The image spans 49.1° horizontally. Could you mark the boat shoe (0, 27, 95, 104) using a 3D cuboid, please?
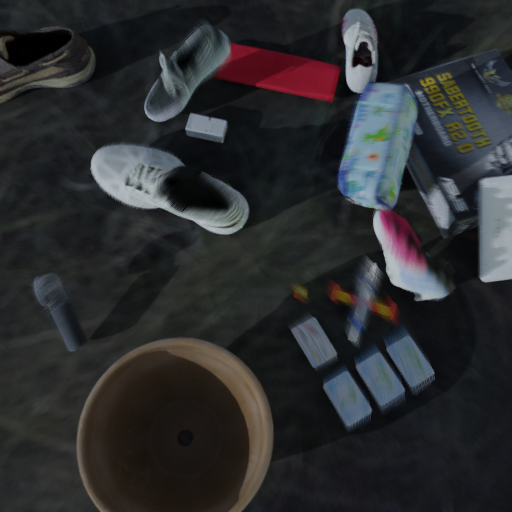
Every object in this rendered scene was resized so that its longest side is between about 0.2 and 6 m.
[{"bbox_3d":[-5.227,-4.173,11.802,3.451,1.265,1.286,-16,70,-6],"label":"boat shoe"}]

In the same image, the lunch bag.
[{"bbox_3d":[2.284,-1.949,10.304,0.885,1.725,2.146,15,94,27],"label":"lunch bag"}]

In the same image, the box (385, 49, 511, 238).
[{"bbox_3d":[4.359,-2.328,11.347,2.681,0.818,3.385,-18,71,-6],"label":"box"}]

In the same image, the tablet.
[{"bbox_3d":[4.773,-0.525,10.439,1.275,0.134,1.960,-7,104,-10],"label":"tablet"}]

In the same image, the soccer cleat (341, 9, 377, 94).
[{"bbox_3d":[2.318,-4.625,12.133,0.790,0.976,2.261,0,69,0],"label":"soccer cleat"}]

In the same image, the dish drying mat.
[{"bbox_3d":[0.485,-4.031,12.315,2.641,0.240,1.014,13,69,6],"label":"dish drying mat"}]

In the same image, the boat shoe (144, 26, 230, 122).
[{"bbox_3d":[-1.526,-3.613,11.149,2.297,0.785,0.848,-34,76,23],"label":"boat shoe"}]

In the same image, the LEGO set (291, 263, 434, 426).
[{"bbox_3d":[1.783,1.403,10.087,1.940,0.637,2.597,-26,72,-13],"label":"LEGO set"}]

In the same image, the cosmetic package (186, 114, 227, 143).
[{"bbox_3d":[-1.042,-2.685,11.772,0.802,0.297,0.408,12,70,3],"label":"cosmetic package"}]

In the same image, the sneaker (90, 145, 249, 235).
[{"bbox_3d":[-1.768,-1.484,10.348,3.316,1.908,1.251,21,85,9],"label":"sneaker"}]

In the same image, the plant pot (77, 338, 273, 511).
[{"bbox_3d":[-1.234,2.922,9.088,2.985,1.378,2.985,0,70,-1],"label":"plant pot"}]

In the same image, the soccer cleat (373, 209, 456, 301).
[{"bbox_3d":[2.582,0.108,9.864,2.288,0.988,0.799,40,44,-28],"label":"soccer cleat"}]

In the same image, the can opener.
[{"bbox_3d":[-3.541,1.010,10.070,0.389,0.488,1.459,-31,104,-45],"label":"can opener"}]
